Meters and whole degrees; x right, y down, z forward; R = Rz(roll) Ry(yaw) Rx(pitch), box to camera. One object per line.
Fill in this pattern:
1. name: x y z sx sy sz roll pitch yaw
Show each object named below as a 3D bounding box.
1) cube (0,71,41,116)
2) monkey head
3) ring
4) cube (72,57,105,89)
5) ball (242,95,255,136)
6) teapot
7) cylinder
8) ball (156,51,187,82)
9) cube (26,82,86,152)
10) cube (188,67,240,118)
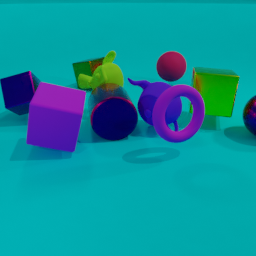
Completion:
1. cube: -3.052 -1.000 8.247 0.917 0.917 0.917 -15 -10 0
2. monkey head: -0.774 -1.417 8.457 1.247 1.734 1.045 12 25 27
3. ring: 1.123 -0.298 6.123 1.299 1.299 0.260 -11 18 -21
4. cube: -1.397 -2.169 10.992 1.011 1.011 1.011 4 24 38
5. ball: 3.626 -0.335 7.279 1.218 1.218 1.218 0 26 0
6. teapot: 0.740 -0.630 7.525 0.977 1.995 1.241 -37 1 -42
7. cylinder: -0.440 -0.460 7.521 1.212 1.212 1.212 -5 27 -9
8. ball: 1.687 -2.395 10.930 1.171 1.171 1.171 0 26 0
9. cube: -1.653 -0.261 6.541 1.100 1.100 1.100 11 32 -11
10. cube: 2.392 -1.059 8.016 1.153 1.153 1.153 7 21 8
